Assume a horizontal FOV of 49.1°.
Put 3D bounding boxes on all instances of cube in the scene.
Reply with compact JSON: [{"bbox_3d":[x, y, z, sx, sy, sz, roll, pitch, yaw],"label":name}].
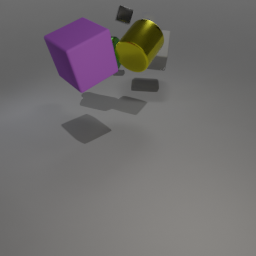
[{"bbox_3d":[1.220,-3.768,13.542,1.400,1.400,1.400,7,76,3],"label":"cube"},{"bbox_3d":[-1.341,-2.161,8.227,1.400,1.400,1.400,-35,49,-20],"label":"cube"},{"bbox_3d":[-0.193,-5.572,13.841,0.700,0.700,0.700,14,16,-13],"label":"cube"}]

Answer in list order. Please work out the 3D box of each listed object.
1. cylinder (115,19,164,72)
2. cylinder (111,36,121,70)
[{"bbox_3d":[0.432,-3.044,10.417,1.400,1.400,1.400,18,59,27],"label":"cylinder"},{"bbox_3d":[-1.124,-2.947,11.161,1.400,1.400,1.400,11,33,24],"label":"cylinder"}]
